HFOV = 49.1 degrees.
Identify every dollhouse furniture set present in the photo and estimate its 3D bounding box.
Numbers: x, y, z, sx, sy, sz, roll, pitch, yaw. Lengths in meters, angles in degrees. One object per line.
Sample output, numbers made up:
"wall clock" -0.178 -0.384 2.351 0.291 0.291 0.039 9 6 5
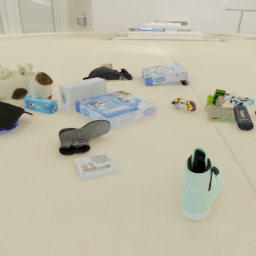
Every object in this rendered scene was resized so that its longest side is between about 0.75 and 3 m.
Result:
"dollhouse furniture set" 4.094 -0.817 12.749 1.085 0.838 2.171 10 45 5

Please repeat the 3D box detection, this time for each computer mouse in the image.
"computer mouse" -1.233 -3.647 18.411 2.873 0.757 1.989 -7 26 -14

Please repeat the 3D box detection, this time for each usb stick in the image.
"usb stick" 4.894 -0.479 11.946 0.621 0.365 2.239 6 25 12

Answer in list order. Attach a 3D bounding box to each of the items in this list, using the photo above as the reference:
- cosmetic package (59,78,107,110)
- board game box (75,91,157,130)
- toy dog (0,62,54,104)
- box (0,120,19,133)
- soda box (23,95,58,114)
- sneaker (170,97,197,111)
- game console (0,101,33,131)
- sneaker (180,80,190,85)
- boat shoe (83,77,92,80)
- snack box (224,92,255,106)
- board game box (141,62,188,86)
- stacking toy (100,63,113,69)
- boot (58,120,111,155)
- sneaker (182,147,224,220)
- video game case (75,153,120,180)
"cosmetic package" -2.156 -1.706 13.714 2.224 1.128 0.792 -18 29 -36
"board game box" -0.558 -0.918 12.637 2.662 0.577 2.649 -19 32 -35
"toy dog" -5.128 -2.184 13.918 2.799 1.953 2.714 -2 37 -7
"box" -5.744 -0.414 11.583 1.656 0.577 2.781 -20 29 -38
"soda box" -4.098 -1.103 13.123 1.638 0.525 0.555 14 28 26
"sneaker" 2.592 -1.049 13.114 0.647 0.538 1.436 -21 24 -22
"game console" -5.092 -0.555 11.254 1.892 1.101 1.664 19 53 3
"sneaker" 3.392 -2.842 17.133 0.407 0.379 0.943 -12 26 -21
"boat shoe" -1.965 -2.306 15.607 0.810 0.694 2.214 -13 29 -28
"snack box" 5.526 -1.446 14.183 0.839 0.268 1.444 -14 28 -28
"board game box" 2.260 -3.476 17.853 2.602 0.567 2.615 -10 25 3
"stacking toy" -1.477 -4.240 19.855 0.812 0.812 1.903 2 19 4
"boot" -1.440 0.401 9.826 1.985 0.693 1.307 -17 31 -10
"sneaker" 2.029 1.049 7.266 0.918 1.471 2.494 9 25 21
"video game case" -0.966 1.150 8.633 1.166 0.138 1.061 -9 27 -19
